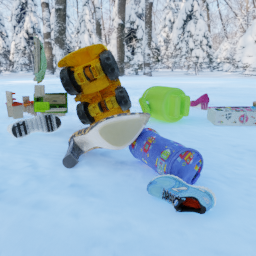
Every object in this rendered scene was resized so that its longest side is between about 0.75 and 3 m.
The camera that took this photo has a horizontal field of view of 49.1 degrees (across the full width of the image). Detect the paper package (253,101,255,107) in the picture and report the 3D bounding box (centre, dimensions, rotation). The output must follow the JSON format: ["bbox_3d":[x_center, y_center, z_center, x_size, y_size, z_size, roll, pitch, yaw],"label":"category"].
[{"bbox_3d":[6.734,-0.796,12.714,1.575,0.855,1.653,-11,18,-40],"label":"paper package"}]

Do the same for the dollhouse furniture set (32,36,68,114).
[{"bbox_3d":[-2.651,-1.737,9.741,1.200,2.392,1.567,-1,0,-20],"label":"dollhouse furniture set"}]

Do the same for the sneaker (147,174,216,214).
[{"bbox_3d":[0.888,1.203,5.018,1.268,0.497,0.570,7,18,30],"label":"sneaker"}]

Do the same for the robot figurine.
[{"bbox_3d":[1.612,-1.115,12.632,2.318,1.528,2.642,-9,16,-32],"label":"robot figurine"}]

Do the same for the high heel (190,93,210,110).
[{"bbox_3d":[4.019,-1.622,16.060,0.654,0.932,1.942,-3,13,-11],"label":"high heel"}]

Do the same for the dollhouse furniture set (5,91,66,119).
[{"bbox_3d":[-4.609,-1.249,13.730,2.426,1.263,2.453,-12,18,-42],"label":"dollhouse furniture set"}]

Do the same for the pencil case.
[{"bbox_3d":[0.815,0.637,6.545,1.003,0.901,2.309,35,-2,-24],"label":"pencil case"}]

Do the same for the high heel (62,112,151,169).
[{"bbox_3d":[-0.581,0.037,7.517,2.502,0.893,1.783,-28,16,8],"label":"high heel"}]

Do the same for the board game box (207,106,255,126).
[{"bbox_3d":[4.598,-0.533,12.084,2.023,0.650,1.493,1,14,2],"label":"board game box"}]

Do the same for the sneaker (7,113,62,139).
[{"bbox_3d":[-3.415,-0.117,10.266,2.017,0.758,0.818,-11,9,-42],"label":"sneaker"}]

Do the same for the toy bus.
[{"bbox_3d":[-1.050,-1.616,10.596,1.947,2.869,2.754,-21,15,9],"label":"toy bus"}]
